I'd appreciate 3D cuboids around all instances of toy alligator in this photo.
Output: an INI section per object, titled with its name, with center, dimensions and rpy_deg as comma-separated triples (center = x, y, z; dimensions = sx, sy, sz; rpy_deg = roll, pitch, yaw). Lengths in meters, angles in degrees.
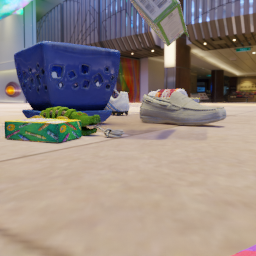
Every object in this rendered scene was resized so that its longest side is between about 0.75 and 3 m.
[toy alligator]
center = -1.253, -0.171, 6.403
dimensions = 2.577, 0.619, 0.854
rpy_deg = 2, 7, 22

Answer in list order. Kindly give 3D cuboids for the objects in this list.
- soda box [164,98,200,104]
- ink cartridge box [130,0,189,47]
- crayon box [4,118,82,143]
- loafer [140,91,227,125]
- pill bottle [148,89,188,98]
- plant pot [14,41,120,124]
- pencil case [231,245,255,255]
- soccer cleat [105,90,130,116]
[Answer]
[soda box]
center = 2.071, -1.040, 13.494
dimensions = 2.615, 0.837, 0.886
rpy_deg = 0, 6, -9
[ink cartridge box]
center = 0.736, -2.640, 6.516
dimensions = 0.658, 1.151, 2.217
rpy_deg = -40, -10, 14
[crayon box]
center = -1.708, 0.027, 5.665
dimensions = 1.323, 0.385, 0.786
rpy_deg = 3, 7, 23
[loafer]
center = 1.599, -0.643, 8.828
dimensions = 2.966, 1.035, 1.037
rpy_deg = 5, 8, 37
[pill bottle]
center = 2.494, -1.821, 18.169
dimensions = 1.375, 1.375, 2.510
rpy_deg = -6, 8, -42
[plant pot]
center = -1.969, -1.298, 8.969
dimensions = 2.577, 2.317, 2.578
rpy_deg = -4, 7, -38
[pencil case]
center = 0.241, 0.544, 0.700
dimensions = 1.022, 0.452, 0.452
rpy_deg = -4, 7, -28
[soccer cleat]
center = -0.957, -1.285, 13.902
dimensions = 1.000, 1.236, 2.864
rpy_deg = -6, 8, -44
